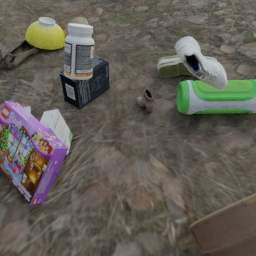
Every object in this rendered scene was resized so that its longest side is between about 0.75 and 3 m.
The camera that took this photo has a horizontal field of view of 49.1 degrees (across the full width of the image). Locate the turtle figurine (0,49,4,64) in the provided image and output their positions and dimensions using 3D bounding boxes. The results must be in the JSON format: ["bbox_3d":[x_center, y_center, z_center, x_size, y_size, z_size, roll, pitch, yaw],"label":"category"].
[{"bbox_3d":[-5.346,-2.767,10.674,1.157,1.721,2.298,15,46,-38],"label":"turtle figurine"}]

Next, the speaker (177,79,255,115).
[{"bbox_3d":[2.969,-0.995,8.997,2.653,1.173,1.173,-1,44,-1],"label":"speaker"}]

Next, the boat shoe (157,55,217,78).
[{"bbox_3d":[2.264,-2.490,10.722,2.315,0.865,0.792,-2,50,-1],"label":"boat shoe"}]

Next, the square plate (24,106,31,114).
[{"bbox_3d":[-3.542,-0.373,9.084,0.790,0.112,0.783,-12,45,-12],"label":"square plate"}]

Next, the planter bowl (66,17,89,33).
[{"bbox_3d":[-2.186,-4.392,12.698,1.027,1.027,0.691,-20,74,-20],"label":"planter bowl"}]

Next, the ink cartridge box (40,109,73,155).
[{"bbox_3d":[-2.013,0.138,7.815,0.475,1.086,0.789,-7,45,11],"label":"ink cartridge box"}]

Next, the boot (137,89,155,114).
[{"bbox_3d":[0.587,-0.971,9.257,0.348,0.724,0.991,-21,48,-20],"label":"boot"}]

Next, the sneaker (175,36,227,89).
[{"bbox_3d":[1.653,-1.314,6.290,1.613,0.601,0.703,31,40,-25],"label":"sneaker"}]

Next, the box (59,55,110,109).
[{"bbox_3d":[-1.432,-1.613,9.603,0.834,1.157,1.558,29,51,26],"label":"box"}]

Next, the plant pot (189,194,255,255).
[{"bbox_3d":[2.691,2.321,4.922,2.560,2.560,2.233,-14,64,-14],"label":"plant pot"}]

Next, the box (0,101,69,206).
[{"bbox_3d":[-2.650,0.563,7.103,2.359,1.614,0.461,35,15,31],"label":"box"}]

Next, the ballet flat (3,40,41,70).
[{"bbox_3d":[-4.375,-3.317,11.772,0.846,0.582,2.510,14,46,14],"label":"ballet flat"}]

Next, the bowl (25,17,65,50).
[{"bbox_3d":[-3.555,-4.252,12.226,1.728,0.930,1.728,11,39,-9],"label":"bowl"}]

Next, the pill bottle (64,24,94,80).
[{"bbox_3d":[-1.398,-2.184,8.050,0.850,1.461,0.850,7,24,-3],"label":"pill bottle"}]
